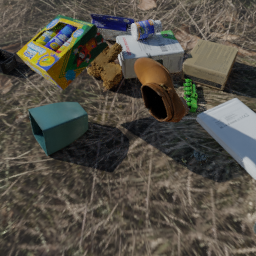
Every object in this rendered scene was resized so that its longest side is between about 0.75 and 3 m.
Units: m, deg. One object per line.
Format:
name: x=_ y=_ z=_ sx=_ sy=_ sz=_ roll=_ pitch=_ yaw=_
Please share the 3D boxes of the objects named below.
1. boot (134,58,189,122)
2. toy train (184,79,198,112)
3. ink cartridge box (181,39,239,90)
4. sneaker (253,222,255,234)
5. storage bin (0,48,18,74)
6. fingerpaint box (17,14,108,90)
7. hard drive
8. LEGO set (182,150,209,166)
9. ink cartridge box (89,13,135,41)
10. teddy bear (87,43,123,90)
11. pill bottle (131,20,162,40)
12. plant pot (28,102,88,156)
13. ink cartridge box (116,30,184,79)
boot: x=0.635 y=-1.037 z=7.384 sx=2.218 sy=0.851 sz=1.722 roll=58 pitch=27 yaw=9
toy train: x=2.516 y=-1.325 z=11.204 sx=0.505 sy=0.374 sz=1.791 roll=12 pitch=48 yaw=-3
ink cartridge box: x=3.578 y=-2.811 z=12.194 sx=1.859 sy=0.847 sz=2.256 roll=20 pitch=51 yaw=19
sneaker: x=4.290 y=2.369 z=7.559 sx=2.070 sy=0.771 sz=0.876 roll=-27 pitch=53 yaw=-23
storage bin: x=-5.724 y=-3.033 z=12.585 sx=1.255 sy=0.589 sz=0.849 roll=23 pitch=52 yaw=21
fingerpaint box: x=-2.126 y=-2.476 z=8.786 sx=1.981 sy=0.871 sz=2.374 roll=-47 pitch=46 yaw=-9
hard drive: x=4.083 y=0.236 z=9.746 sx=1.947 sy=0.394 sz=2.951 roll=-22 pitch=51 yaw=-19
LEGO set: x=2.232 y=0.977 z=9.163 sx=0.929 sy=0.263 sz=0.603 roll=-24 pitch=52 yaw=-20
ink cartridge box: x=-0.591 y=-4.629 z=13.200 sx=2.110 sy=2.114 sz=0.429 roll=11 pitch=89 yaw=11
teddy bear: x=-1.032 y=-2.874 z=11.843 sx=2.619 sy=0.874 sz=1.899 roll=37 pitch=100 yaw=25
pill bottle: x=0.817 y=-4.290 z=12.133 sx=1.248 sy=0.699 sz=0.699 roll=-18 pitch=50 yaw=-15
plant pot: x=-2.291 y=-0.138 z=9.612 sx=1.706 sy=1.205 sz=1.206 roll=-24 pitch=52 yaw=-28
ink cartridge box: x=0.910 y=-3.311 z=12.476 sx=2.609 sy=1.096 sz=1.904 roll=-8 pitch=48 yaw=-8
